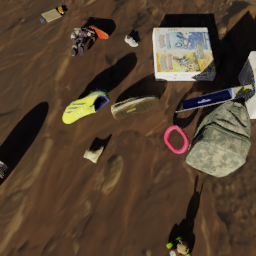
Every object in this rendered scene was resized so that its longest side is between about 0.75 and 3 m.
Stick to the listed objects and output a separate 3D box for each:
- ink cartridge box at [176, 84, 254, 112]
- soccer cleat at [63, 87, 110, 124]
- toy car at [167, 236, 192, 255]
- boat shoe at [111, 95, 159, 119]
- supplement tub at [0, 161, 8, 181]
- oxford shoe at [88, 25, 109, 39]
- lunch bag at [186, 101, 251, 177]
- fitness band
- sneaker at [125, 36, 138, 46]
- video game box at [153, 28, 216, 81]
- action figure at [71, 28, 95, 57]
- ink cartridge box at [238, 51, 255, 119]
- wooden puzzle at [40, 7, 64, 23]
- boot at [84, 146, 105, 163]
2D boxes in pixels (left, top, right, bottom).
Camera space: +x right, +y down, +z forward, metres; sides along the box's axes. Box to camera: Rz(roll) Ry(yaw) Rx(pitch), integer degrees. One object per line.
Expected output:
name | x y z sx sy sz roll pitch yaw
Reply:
ink cartridge box | 3.150 -1.095 10.349 2.123 2.098 0.499 -11 90 -42
soccer cleat | -1.666 -0.793 11.045 2.109 0.682 0.882 -34 48 2
toy car | 1.630 3.744 8.658 0.644 0.816 0.671 -25 63 -14
boat shoe | 0.257 -1.035 11.511 1.991 0.713 0.758 -16 50 -9
supplement tub | -5.018 1.763 9.646 1.066 1.066 1.519 22 62 12
oxford shoe | -1.397 -4.786 13.780 1.223 0.435 0.444 32 60 17
lunch bag | 3.178 0.386 9.747 1.642 2.357 1.977 25 66 9
fitness band | 1.780 0.408 10.266 0.214 0.822 1.144 10 31 -40
sneaker | 0.157 -4.188 13.493 0.752 0.308 0.281 33 65 17
video game box | 2.498 -3.443 12.878 2.594 0.667 2.847 -2 60 2
action figure | -2.232 -4.174 13.356 1.139 0.607 1.751 5 57 11
ink cartridge box | 5.729 -1.758 11.333 1.621 1.628 2.220 -2 61 -1
wooden puzzle | -3.948 -5.837 14.542 1.358 0.159 0.916 -25 59 -14
boot | -1.271 0.900 10.612 0.584 0.273 0.751 23 66 13
